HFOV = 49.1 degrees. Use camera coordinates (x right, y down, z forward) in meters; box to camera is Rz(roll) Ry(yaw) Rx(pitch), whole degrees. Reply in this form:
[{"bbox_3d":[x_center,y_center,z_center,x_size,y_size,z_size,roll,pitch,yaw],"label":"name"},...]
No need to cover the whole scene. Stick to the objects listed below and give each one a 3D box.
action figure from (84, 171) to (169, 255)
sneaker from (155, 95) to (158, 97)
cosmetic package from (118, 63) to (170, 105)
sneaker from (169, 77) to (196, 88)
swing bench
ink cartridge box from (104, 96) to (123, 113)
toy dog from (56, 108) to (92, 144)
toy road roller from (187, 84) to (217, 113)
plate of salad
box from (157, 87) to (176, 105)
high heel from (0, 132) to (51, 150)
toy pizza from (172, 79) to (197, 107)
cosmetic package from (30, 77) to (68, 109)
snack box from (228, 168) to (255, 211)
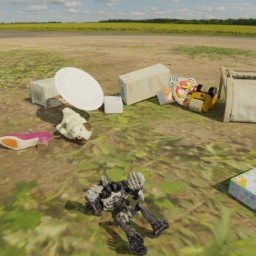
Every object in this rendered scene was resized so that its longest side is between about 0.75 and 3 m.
[{"bbox_3d":[-0.166,1.573,6.206,1.399,1.201,2.354,-25,34,-24],"label":"action figure"},{"bbox_3d":[1.939,-1.849,15.034,1.440,0.510,0.597,17,13,32],"label":"sneaker"},{"bbox_3d":[0.820,-2.220,14.108,2.493,1.290,0.911,-22,44,-19],"label":"cosmetic package"},{"bbox_3d":[2.496,-2.323,15.167,1.118,1.012,2.625,6,6,-37],"label":"sneaker"},{"bbox_3d":[5.610,-1.494,12.384,2.878,1.877,2.893,3,24,7],"label":"swing bench"},{"bbox_3d":[-0.702,-1.119,13.224,0.834,0.488,1.153,-2,25,-6],"label":"ink cartridge box"},{"bbox_3d":[-1.853,0.058,10.206,1.350,0.971,1.392,28,4,-34],"label":"toy dog"},{"bbox_3d":[3.601,-1.242,13.249,0.941,1.118,1.532,20,67,40],"label":"toy road roller"},{"bbox_3d":[-1.935,-1.515,11.086,2.118,0.509,2.118,23,45,-25],"label":"plate of salad"},{"bbox_3d":[2.061,-1.618,13.952,1.074,0.668,0.523,-15,-6,-30],"label":"box"},{"bbox_3d":[-3.552,0.326,9.719,1.647,0.555,0.790,2,33,-9],"label":"high heel"},{"bbox_3d":[2.955,-1.764,13.764,1.579,0.250,1.579,5,67,-11],"label":"toy pizza"},{"bbox_3d":[-3.443,-1.925,14.265,1.355,1.144,2.622,20,31,39],"label":"cosmetic package"},{"bbox_3d":[3.676,1.522,7.159,1.785,0.473,1.269,-14,27,-29],"label":"snack box"}]
